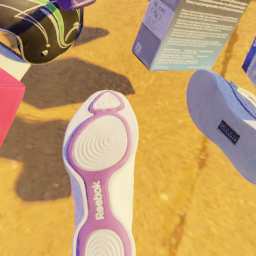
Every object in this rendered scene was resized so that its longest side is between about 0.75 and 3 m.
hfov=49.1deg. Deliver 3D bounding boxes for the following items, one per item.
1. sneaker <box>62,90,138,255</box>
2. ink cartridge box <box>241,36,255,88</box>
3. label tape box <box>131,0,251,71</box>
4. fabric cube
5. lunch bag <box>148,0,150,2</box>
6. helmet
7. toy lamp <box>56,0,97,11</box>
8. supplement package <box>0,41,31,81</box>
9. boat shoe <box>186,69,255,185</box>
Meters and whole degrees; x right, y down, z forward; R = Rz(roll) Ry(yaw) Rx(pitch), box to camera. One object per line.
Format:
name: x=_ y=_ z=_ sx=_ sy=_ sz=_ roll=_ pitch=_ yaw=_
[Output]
sneaker: x=-0.443 y=0.844 z=4.326 sx=1.056 sy=1.405 sz=2.821 roll=3 pitch=80 yaw=-6
ink cartridge box: x=2.277 y=-0.966 z=4.386 sx=0.322 sy=0.916 sz=1.535 roll=-8 pitch=55 yaw=-8
label tape box: x=1.601 y=-2.719 z=6.205 sx=2.121 sy=2.941 sz=0.931 roll=-8 pitch=49 yaw=-35
fabric cube: x=-2.859 y=-0.396 z=4.168 sx=1.575 sy=1.570 sz=1.545 roll=34 pitch=105 yaw=15
lunch bag: x=1.446 y=-4.305 z=7.373 sx=1.869 sy=1.533 sz=1.099 roll=-14 pitch=75 yaw=-20
helmet: x=-2.308 y=-2.922 z=6.052 sx=2.630 sy=2.508 sz=2.630 roll=-5 pitch=67 yaw=11
toy lamp: x=-0.398 y=-2.537 z=4.530 sx=0.605 sy=0.605 sz=2.079 roll=26 pitch=56 yaw=14
supplement package: x=-3.104 y=-1.490 z=6.374 sx=0.998 sy=1.282 sz=0.711 roll=-52 pitch=38 yaw=5
boat shoe: x=2.146 y=-0.136 z=5.124 sx=1.219 sy=1.056 sz=2.860 roll=6 pitch=32 yaw=-25
